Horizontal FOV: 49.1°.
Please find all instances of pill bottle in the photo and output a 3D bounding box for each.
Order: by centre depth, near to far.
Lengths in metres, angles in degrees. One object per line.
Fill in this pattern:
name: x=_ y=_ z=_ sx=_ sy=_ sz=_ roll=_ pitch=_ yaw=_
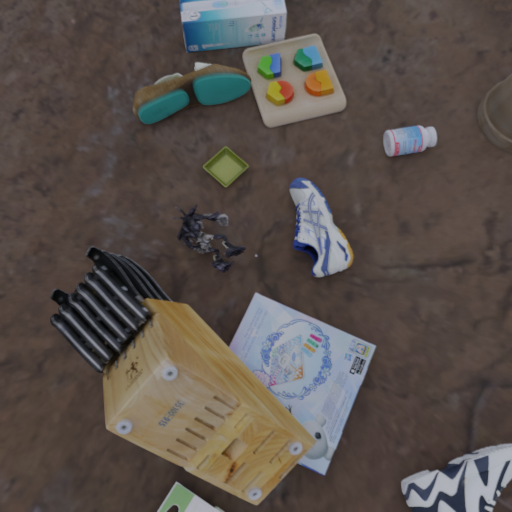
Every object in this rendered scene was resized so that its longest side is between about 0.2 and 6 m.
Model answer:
pill bottle: x=3.204 y=-2.410 z=11.671 sx=0.994 sy=0.540 sz=0.540 roll=-10 pitch=70 yaw=-3

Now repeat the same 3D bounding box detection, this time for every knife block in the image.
knife block: x=-1.339 y=1.678 z=9.325 sx=4.227 sy=3.711 sz=1.353 roll=38 pitch=98 yaw=-26

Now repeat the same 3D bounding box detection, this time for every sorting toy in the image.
sorting toy: x=0.821 y=-3.918 z=12.308 sx=1.876 sy=0.370 sz=2.027 roll=-14 pitch=71 yaw=-5

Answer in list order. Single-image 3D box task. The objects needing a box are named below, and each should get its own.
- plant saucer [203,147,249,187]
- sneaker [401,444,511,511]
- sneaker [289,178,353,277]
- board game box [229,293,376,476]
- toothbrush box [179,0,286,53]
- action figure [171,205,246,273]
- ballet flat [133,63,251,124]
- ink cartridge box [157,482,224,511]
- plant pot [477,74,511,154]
plant saucer: x=-0.630 y=-1.821 z=11.653 sx=0.694 sy=0.166 sz=0.695 roll=42 pitch=75 yaw=14
sneaker: x=3.689 y=4.048 z=9.132 sx=2.272 sy=0.907 sz=1.478 roll=-18 pitch=72 yaw=-6
sneaker: x=1.041 y=-0.568 z=10.876 sx=0.912 sy=0.779 sz=2.069 roll=-24 pitch=71 yaw=-9
board game box: x=0.563 y=2.219 z=9.985 sx=2.389 sy=0.521 sz=2.400 roll=24 pitch=72 yaw=9
toothbrush box: x=-0.566 y=-5.668 z=12.623 sx=2.293 sy=0.978 sz=1.679 roll=-6 pitch=70 yaw=-4
action figure: x=-0.934 y=-0.378 z=10.733 sx=1.529 sy=0.780 sz=0.909 roll=44 pitch=116 yaw=22
ballet flat: x=-1.439 y=-3.628 z=12.035 sx=2.599 sy=0.881 sz=0.940 roll=-21 pitch=58 yaw=-2
ink cartridge box: x=-0.966 y=4.629 z=9.197 sx=1.539 sy=0.369 sz=1.120 roll=31 pitch=73 yaw=11
plant pot: x=5.654 y=-3.175 z=11.439 sx=1.746 sy=1.515 sz=1.746 roll=0 pitch=71 yaw=0
